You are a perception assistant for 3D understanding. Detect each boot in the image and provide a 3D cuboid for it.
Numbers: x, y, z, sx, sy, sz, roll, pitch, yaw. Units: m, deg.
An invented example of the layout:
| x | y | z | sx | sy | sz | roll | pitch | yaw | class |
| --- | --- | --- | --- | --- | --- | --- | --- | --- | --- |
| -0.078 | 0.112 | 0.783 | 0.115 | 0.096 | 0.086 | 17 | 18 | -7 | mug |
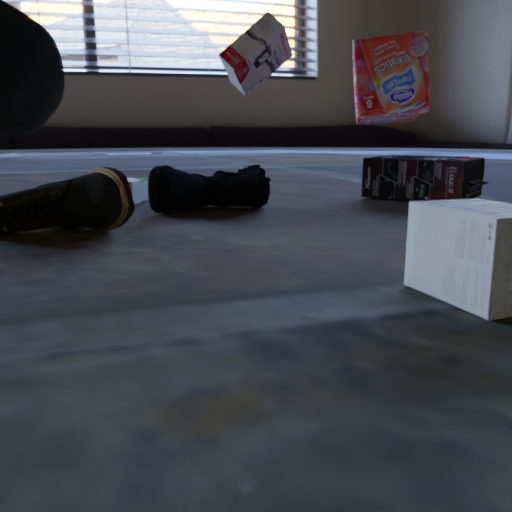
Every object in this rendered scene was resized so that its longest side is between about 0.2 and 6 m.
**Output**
| x | y | z | sx | sy | sz | roll | pitch | yaw | class |
| --- | --- | --- | --- | --- | --- | --- | --- | --- | --- |
| -0.899 | -1.477 | 12.071 | 2.198 | 0.999 | 2.616 | -1 | 6 | 13 | boot |
| -2.085 | -1.572 | 3.920 | 0.834 | 0.813 | 2.210 | 34 | -6 | 11 | boot |
| -3.506 | -0.735 | 9.330 | 2.809 | 1.088 | 1.943 | -5 | 10 | 46 | boot |

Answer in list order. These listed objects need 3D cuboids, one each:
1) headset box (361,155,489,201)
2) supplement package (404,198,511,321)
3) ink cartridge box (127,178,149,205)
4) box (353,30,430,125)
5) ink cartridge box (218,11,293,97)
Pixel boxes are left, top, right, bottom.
| x | y | z | sx | sy | sz | roll | pitch | yaw | class |
| --- | --- | --- | --- | --- | --- | --- | --- | --- | --- |
| 4.342 | -1.974 | 14.104 | 2.762 | 1.067 | 2.056 | 10 | 16 | 32 | headset box |
| 2.398 | -0.039 | 5.961 | 0.995 | 1.002 | 1.320 | -5 | 14 | -21 | supplement package |
| -3.366 | -1.569 | 13.455 | 1.355 | 0.570 | 0.989 | 4 | 14 | 16 | ink cartridge box |
| 2.117 | -2.759 | 9.020 | 1.066 | 1.156 | 2.253 | -3 | 10 | 11 | box |
| 0.020 | -4.008 | 11.160 | 0.555 | 1.330 | 0.966 | 48 | -1 | 22 | ink cartridge box |
